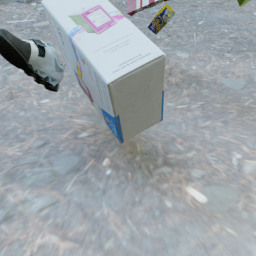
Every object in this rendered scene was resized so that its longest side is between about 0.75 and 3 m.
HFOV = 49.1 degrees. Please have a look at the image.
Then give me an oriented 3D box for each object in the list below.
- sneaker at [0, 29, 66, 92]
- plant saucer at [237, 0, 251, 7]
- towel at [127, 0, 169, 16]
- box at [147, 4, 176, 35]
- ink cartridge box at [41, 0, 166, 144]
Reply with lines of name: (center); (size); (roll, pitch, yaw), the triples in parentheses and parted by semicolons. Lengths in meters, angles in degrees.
sneaker: (-2.018, -1.602, 5.972); (0.720, 1.943, 0.860); (17, 76, 26)
plant saucer: (2.783, -3.393, 6.668); (0.187, 0.780, 0.781); (-25, 6, -3)
towel: (0.872, -4.380, 8.509); (2.059, 0.234, 1.483); (-9, 72, 31)
box: (1.178, -3.901, 10.168); (0.530, 0.486, 1.513); (-51, 9, -3)
ink cartridge box: (-0.527, -1.449, 6.232); (1.246, 2.128, 2.944); (-29, 59, -13)
